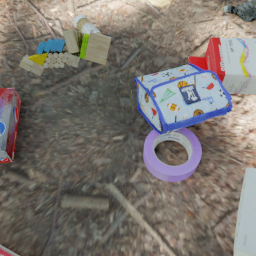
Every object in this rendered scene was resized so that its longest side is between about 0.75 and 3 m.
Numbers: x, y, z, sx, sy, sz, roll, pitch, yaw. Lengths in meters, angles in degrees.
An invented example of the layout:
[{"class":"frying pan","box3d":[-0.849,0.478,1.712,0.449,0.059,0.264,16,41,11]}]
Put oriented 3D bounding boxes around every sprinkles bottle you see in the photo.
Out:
[{"class":"sprinkles bottle","box3d":[-1.327,-3.388,9.906,0.517,0.517,1.514,-32,64,-18]}]

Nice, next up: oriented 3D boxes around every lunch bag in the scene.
[{"class":"lunch bag","box3d":[1.364,-0.775,7.409,1.894,1.379,2.228,-17,32,-7]}]

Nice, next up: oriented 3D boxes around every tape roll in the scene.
[{"class":"tape roll","box3d":[1.169,0.651,7.492,1.504,0.493,1.504,0,59,-1]}]

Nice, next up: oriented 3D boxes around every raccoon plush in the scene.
[{"class":"raccoon plush","box3d":[4.372,-4.550,10.340,1.454,0.974,0.703,8,59,5]}]

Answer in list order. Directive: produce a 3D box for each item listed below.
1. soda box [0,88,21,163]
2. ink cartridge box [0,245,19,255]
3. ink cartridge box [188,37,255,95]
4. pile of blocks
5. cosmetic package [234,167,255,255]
[{"class":"soda box","box3d":[-3.546,-0.101,7.832,0.742,0.672,2.120,-4,58,-4]},{"class":"ink cartridge box","box3d":[-3.385,3.509,5.401,1.910,1.108,2.647,22,61,13]},{"class":"ink cartridge box","box3d":[3.385,-1.954,8.797,2.753,0.926,1.599,2,59,2]},{"class":"pile of blocks","box3d":[-1.461,-1.867,6.658,2.183,0.896,0.678,-10,26,-1]},{"class":"cosmetic package","box3d":[1.639,1.152,2.923,0.978,1.817,0.771,9,66,23]}]
